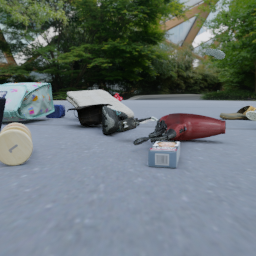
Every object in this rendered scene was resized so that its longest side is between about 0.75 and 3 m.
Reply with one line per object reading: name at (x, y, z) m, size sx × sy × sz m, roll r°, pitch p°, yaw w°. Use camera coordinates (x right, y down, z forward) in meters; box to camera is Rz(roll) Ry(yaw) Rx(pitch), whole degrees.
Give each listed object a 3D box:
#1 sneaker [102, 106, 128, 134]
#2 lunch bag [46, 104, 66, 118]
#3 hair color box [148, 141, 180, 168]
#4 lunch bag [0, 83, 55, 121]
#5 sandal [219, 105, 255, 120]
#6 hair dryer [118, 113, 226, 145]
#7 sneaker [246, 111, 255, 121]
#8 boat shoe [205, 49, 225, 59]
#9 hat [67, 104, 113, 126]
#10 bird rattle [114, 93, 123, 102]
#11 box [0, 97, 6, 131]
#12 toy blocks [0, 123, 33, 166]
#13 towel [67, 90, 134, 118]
sneaker at (-0.385, -0.283, 8.642) m, size 0.870 × 0.828 × 2.195 m, roll 1°, pitch 7°, yaw -5°
lunch bag at (-3.504, -0.827, 13.678) m, size 0.952 × 0.646 × 0.630 m, roll 1°, pitch 7°, yaw 11°
hair color box at (0.654, 0.445, 4.902) m, size 0.461 × 0.282 × 0.932 m, roll 1°, pitch 7°, yaw 14°
lunch bag at (-4.733, -1.043, 11.671) m, size 2.271 × 1.625 × 2.666 m, roll 2°, pitch 19°, yaw 16°
sandal at (5.382, -0.719, 12.857) m, size 2.345 × 0.633 × 0.942 m, roll 0°, pitch 7°, yaw -4°
hair dryer at (1.142, 0.129, 6.562) m, size 2.546 × 0.692 × 1.939 m, roll -9°, pitch 17°, yaw -16°
sneaker at (5.713, -0.505, 12.240) m, size 1.072 × 0.402 × 0.453 m, roll 13°, pitch 12°, yaw 18°
boat shoe at (3.260, -2.739, 10.306) m, size 0.262 × 0.328 × 0.868 m, roll -4°, pitch 32°, yaw -37°
hat at (-1.303, -0.431, 9.937) m, size 1.809 × 0.730 × 1.809 m, roll -9°, pitch 2°, yaw 0°
bird rattle at (-1.238, -0.868, 13.490) m, size 2.354 × 1.326 × 1.919 m, roll 5°, pitch 25°, yaw -4°
box at (-4.640, -0.484, 7.317) m, size 1.896 × 1.132 × 1.928 m, roll 16°, pitch 8°, yaw 7°
toy blocks at (-2.529, 0.242, 5.199) m, size 1.414 × 0.616 × 1.697 m, roll -2°, pitch 7°, yaw -20°
towel at (-1.282, -0.952, 12.083) m, size 1.922 × 0.500 × 2.900 m, roll -10°, pitch 32°, yaw -32°
